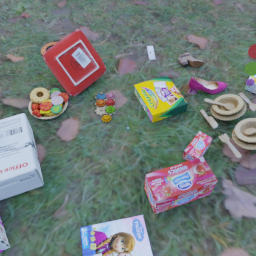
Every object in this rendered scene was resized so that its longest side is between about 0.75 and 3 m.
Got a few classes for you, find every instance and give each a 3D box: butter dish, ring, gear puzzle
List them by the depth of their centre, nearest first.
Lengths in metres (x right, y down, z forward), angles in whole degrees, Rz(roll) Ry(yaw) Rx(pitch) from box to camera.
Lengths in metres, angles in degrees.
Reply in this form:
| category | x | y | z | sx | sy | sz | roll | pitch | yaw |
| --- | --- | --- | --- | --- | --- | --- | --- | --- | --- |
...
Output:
| category | x | y | z | sx | sy | sz | roll | pitch | yaw |
| --- | --- | --- | --- | --- | --- | --- | --- | --- | --- |
| gear puzzle | -0.931 | -0.869 | 11.368 | 0.847 | 0.214 | 1.635 | -2 | 52 | -2 |
| butter dish | -2.392 | -2.705 | 12.036 | 2.109 | 2.115 | 1.563 | -42 | 21 | -19 |
| ring | -3.634 | -3.810 | 13.732 | 1.232 | 0.118 | 1.232 | 0 | 53 | 0 |

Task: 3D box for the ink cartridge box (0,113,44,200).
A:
| category | x | y | z | sx | sy | sz | roll | pitch | yaw |
| --- | --- | --- | --- | --- | --- | --- | --- | --- | --- |
| ink cartridge box | -4.030 | 0.952 | 9.309 | 1.891 | 1.071 | 2.579 | -17 | 50 | -12 |

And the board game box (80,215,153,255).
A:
| category | x | y | z | sx | sy | sz | roll | pitch | yaw |
| --- | --- | --- | --- | --- | --- | --- | --- | --- | --- |
| board game box | -0.284 | 3.561 | 7.802 | 1.902 | 0.392 | 1.907 | -10 | 53 | -8 |

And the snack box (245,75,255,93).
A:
| category | x | y | z | sx | sy | sz | roll | pitch | yaw |
| --- | --- | --- | --- | --- | --- | --- | --- | --- | --- |
| snack box | 6.128 | -2.203 | 12.201 | 1.443 | 0.538 | 2.029 | 25 | 56 | 18 |

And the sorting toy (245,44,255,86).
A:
| category | x | y | z | sx | sy | sz | roll | pitch | yaw |
| --- | --- | --- | --- | --- | --- | --- | --- | --- | --- |
| sorting toy | 4.410 | -2.183 | 9.728 | 0.490 | 1.413 | 0.487 | 18 | 28 | 38 |

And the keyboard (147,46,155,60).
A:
| category | x | y | z | sx | sy | sz | roll | pitch | yaw |
| --- | --- | --- | --- | --- | --- | --- | --- | --- | --- |
| keyboard | 1.131 | -3.684 | 13.679 | 0.299 | 0.057 | 1.063 | -6 | 52 | 2 |

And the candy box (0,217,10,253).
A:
| category | x | y | z | sx | sy | sz | roll | pitch | yaw |
| --- | --- | --- | --- | --- | --- | --- | --- | --- | --- |
| candy box | -3.840 | 2.923 | 8.063 | 0.344 | 0.770 | 1.129 | -26 | 56 | -18 |

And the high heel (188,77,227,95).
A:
| category | x | y | z | sx | sy | sz | roll | pitch | yaw |
| --- | --- | --- | --- | --- | --- | --- | --- | --- | --- |
| high heel | 3.387 | -1.884 | 11.761 | 1.757 | 0.843 | 0.592 | -4 | 52 | -3 |

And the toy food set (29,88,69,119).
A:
| category | x | y | z | sx | sy | sz | roll | pitch | yaw |
| --- | --- | --- | --- | --- | --- | --- | --- | --- | --- |
| toy food set | -3.224 | -1.020 | 11.372 | 1.607 | 0.395 | 1.624 | -1 | 52 | -1 |

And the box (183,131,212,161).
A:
| category | x | y | z | sx | sy | sz | roll | pitch | yaw |
| --- | --- | --- | --- | --- | --- | --- | --- | --- | --- |
| box | 2.464 | 0.717 | 9.932 | 0.549 | 0.526 | 1.101 | 31 | 58 | 22 |

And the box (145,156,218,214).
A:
| category | x | y | z | sx | sy | sz | roll | pitch | yaw |
| --- | --- | --- | --- | --- | --- | --- | --- | --- | --- |
| box | 1.614 | 1.788 | 8.794 | 2.021 | 1.007 | 0.965 | -16 | 54 | -12 |

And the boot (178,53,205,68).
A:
| category | x | y | z | sx | sy | sz | roll | pitch | yaw |
| --- | --- | --- | --- | --- | --- | --- | --- | --- | --- |
| boot | 2.932 | -3.214 | 13.100 | 1.125 | 0.395 | 0.823 | -3 | 50 | -4 |

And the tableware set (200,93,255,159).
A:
| category | x | y | z | sx | sy | sz | roll | pitch | yaw |
| --- | --- | --- | --- | --- | --- | --- | --- | --- | --- |
| tableware set | 4.014 | -0.395 | 10.116 | 1.945 | 0.590 | 2.943 | -24 | 41 | 0 |

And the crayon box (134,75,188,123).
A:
| category | x | y | z | sx | sy | sz | roll | pitch | yaw |
| --- | --- | --- | --- | --- | --- | --- | --- | --- | --- |
| crayon box | 1.301 | -1.235 | 11.452 | 1.554 | 0.525 | 1.801 | -18 | 54 | -14 |
